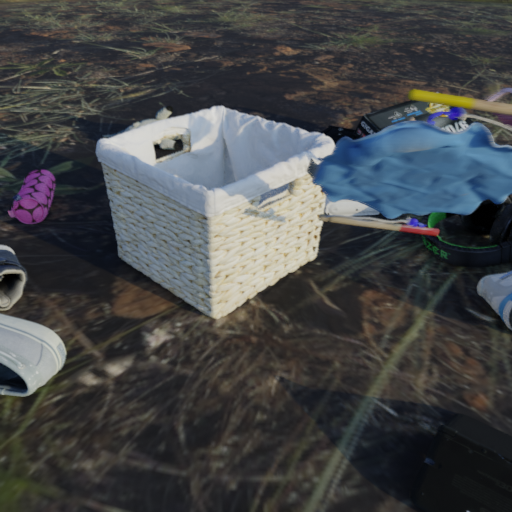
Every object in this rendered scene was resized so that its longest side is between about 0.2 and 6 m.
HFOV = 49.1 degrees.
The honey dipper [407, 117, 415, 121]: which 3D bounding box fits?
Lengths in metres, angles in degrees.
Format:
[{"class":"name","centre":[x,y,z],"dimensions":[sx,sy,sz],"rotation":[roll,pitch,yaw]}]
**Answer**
[{"class":"honey dipper","centre":[3.787,-2.860,12.940],"dimensions":[0.164,0.862,0.164],"rotation":[-37,29,24]}]

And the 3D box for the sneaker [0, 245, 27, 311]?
[{"class":"sneaker","centre":[-5.058,0.488,9.677],"dimensions":[2.087,0.793,1.508],"rotation":[-20,34,-31]}]

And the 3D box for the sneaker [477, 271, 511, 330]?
[{"class":"sneaker","centre":[5.230,0.345,9.679],"dimensions":[3.077,1.153,1.333],"rotation":[-11,28,-17]}]

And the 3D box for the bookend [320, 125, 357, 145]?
[{"class":"bookend","centre":[1.575,-2.902,14.921],"dimensions":[2.226,1.032,2.240],"rotation":[18,36,26]}]

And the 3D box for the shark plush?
[{"class":"shark plush","centre":[-3.194,-3.462,16.476],"dimensions":[2.636,1.198,1.098],"rotation":[-19,10,8]}]

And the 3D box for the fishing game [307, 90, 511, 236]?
[{"class":"fishing game","centre":[1.834,-0.995,6.482],"dimensions":[2.429,3.392,0.527],"rotation":[6,74,-2]}]

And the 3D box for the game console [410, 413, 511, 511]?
[{"class":"game console","centre":[2.913,2.746,6.654],"dimensions":[1.691,0.984,1.488],"rotation":[21,68,31]}]

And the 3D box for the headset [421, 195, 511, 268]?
[{"class":"headset","centre":[4.956,-0.937,11.256],"dimensions":[3.318,1.559,2.049],"rotation":[-19,36,-9]}]

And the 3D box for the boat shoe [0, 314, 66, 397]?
[{"class":"boat shoe","centre":[-4.315,1.339,8.082],"dimensions":[2.970,1.036,1.058],"rotation":[10,29,10]}]

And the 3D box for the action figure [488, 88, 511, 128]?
[{"class":"action figure","centre":[3.575,-1.650,7.165],"dimensions":[0.885,0.796,1.189],"rotation":[32,43,-20]}]

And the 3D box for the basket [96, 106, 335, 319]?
[{"class":"basket","centre":[-0.686,-0.988,10.395],"dimensions":[3.166,2.546,3.138],"rotation":[26,40,36]}]

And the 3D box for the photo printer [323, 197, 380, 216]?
[{"class":"photo printer","centre":[2.063,-1.337,12.910],"dimensions":[1.389,0.483,1.156],"rotation":[-3,32,-6]}]

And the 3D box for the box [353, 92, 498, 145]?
[{"class":"box","centre":[4.405,-2.865,14.236],"dimensions":[3.150,0.725,2.504],"rotation":[-22,64,-31]}]

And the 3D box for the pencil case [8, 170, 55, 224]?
[{"class":"pencil case","centre":[-5.095,-1.381,12.808],"dimensions":[0.782,0.758,1.670],"rotation":[-18,31,2]}]
